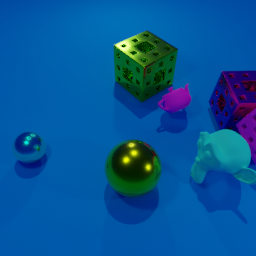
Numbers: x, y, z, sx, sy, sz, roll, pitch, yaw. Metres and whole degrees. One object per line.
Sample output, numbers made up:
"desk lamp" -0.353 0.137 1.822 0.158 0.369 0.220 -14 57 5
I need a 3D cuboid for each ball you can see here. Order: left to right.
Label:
"ball" -2.460 0.474 6.987 0.810 0.810 0.810 0 49 0
"ball" 0.117 0.901 6.319 1.295 1.295 1.295 0 49 0

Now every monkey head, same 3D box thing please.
"monkey head" 2.136 0.715 6.508 1.134 1.354 1.881 10 29 -15

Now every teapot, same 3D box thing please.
"teapot" 1.353 -0.848 7.889 1.337 0.831 0.655 -30 98 -30

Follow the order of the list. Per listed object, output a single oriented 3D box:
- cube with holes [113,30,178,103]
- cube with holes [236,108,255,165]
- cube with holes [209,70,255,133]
"cube with holes" 0.512 -1.925 8.685 1.352 1.352 1.352 -32 57 -24
"cube with holes" 3.560 0.103 6.626 1.127 1.127 1.127 3 56 -26
"cube with holes" 3.108 -0.710 7.630 1.196 1.196 1.196 -3 52 -8
